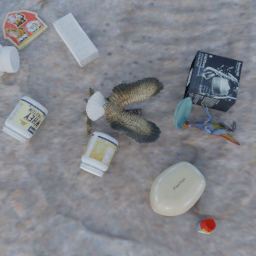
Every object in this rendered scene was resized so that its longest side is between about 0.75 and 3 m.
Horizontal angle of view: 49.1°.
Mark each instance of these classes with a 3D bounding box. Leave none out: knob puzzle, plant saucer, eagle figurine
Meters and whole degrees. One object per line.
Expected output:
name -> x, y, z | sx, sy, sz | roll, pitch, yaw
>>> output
knob puzzle -> -4.670, -4.484, 12.159 | 2.015, 0.279, 2.015 | 0, 74, 0
plant saucer -> 2.031, -0.577, 10.565 | 0.229, 1.275, 1.275 | 23, 74, 28
eagle figurine -> -0.121, -0.748, 10.305 | 2.865, 2.174, 2.162 | 7, 54, 7

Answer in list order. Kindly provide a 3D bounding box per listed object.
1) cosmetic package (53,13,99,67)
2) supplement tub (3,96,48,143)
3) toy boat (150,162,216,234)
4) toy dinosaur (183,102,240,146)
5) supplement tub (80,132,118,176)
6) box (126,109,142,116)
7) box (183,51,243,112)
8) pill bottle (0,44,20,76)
cosmetic package -> -2.186, -3.697, 11.776 | 0.912, 0.559, 2.209 | -32, 76, -9
supplement tub -> -3.861, -0.300, 10.512 | 1.090, 1.090, 1.503 | 28, 76, 8
toy boat -> 2.001, 2.581, 9.747 | 2.155, 1.191, 2.564 | -34, 69, -14
toy dinosaur -> 3.059, 0.088, 10.543 | 1.798, 1.040, 1.981 | -8, 113, 32
supplement tub -> -1.067, 0.948, 10.174 | 1.016, 1.016, 1.408 | 22, 75, 6
box -> 0.154, -0.511, 10.994 | 0.780, 0.292, 0.390 | -3, 74, -3
box -> 3.281, -1.793, 10.943 | 1.794, 1.131, 1.825 | 15, 74, 2
pill bottle -> -5.692, -2.714, 11.065 | 2.461, 1.370, 1.370 | 0, 74, 0
